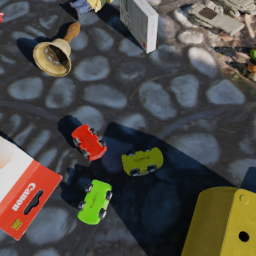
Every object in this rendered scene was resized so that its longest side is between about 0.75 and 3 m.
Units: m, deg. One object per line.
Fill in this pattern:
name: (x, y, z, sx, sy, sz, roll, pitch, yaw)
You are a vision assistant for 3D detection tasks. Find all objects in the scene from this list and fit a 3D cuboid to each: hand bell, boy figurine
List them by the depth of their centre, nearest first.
hand bell: (-2.190, -3.042, 9.823, 1.272, 1.272, 2.443, 11, 48, 6)
boy figurine: (-1.394, -4.991, 10.978, 1.905, 0.614, 1.185, -36, 65, -19)

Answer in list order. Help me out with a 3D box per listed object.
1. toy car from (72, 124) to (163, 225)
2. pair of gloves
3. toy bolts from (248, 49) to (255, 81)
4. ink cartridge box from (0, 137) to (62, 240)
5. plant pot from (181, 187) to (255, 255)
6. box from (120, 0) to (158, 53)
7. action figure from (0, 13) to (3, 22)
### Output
toy car: (-0.609, 1.340, 7.460, 2.653, 0.592, 2.497, 17, 63, 10)
pair of gloves: (3.710, -4.526, 10.825, 2.119, 0.437, 2.492, 34, 64, 21)
toy bolts: (4.756, -2.113, 9.426, 1.413, 0.980, 1.350, 6, 20, 14)
ink cartridge box: (-3.320, 1.450, 7.397, 2.430, 0.609, 1.971, 25, 64, 16)
plant pot: (2.575, 2.562, 5.759, 2.509, 2.213, 2.509, 19, 64, 13)
box: (0.330, -3.876, 9.810, 0.410, 1.554, 1.994, -25, 63, -12)
action figure: (-5.165, -4.017, 10.441, 0.425, 0.644, 1.302, 25, 61, 13)
